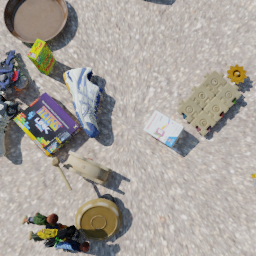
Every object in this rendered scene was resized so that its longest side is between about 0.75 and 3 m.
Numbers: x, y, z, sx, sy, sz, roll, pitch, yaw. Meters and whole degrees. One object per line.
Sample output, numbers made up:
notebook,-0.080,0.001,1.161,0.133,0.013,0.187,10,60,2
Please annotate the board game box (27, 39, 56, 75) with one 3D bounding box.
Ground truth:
board game box,-2.923,-2.389,9.586,0.321,1.349,0.685,24,80,5

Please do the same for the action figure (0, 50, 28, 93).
action figure,-4.497,-1.838,9.876,1.988,1.075,2.055,8,50,-5

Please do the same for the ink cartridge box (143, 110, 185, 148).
ink cartridge box,1.199,0.029,9.400,1.126,0.477,0.814,32,94,16

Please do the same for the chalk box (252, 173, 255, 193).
chalk box,4.820,1.765,9.099,1.204,0.746,0.752,-6,78,-2

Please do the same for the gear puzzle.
gear puzzle,3.016,-1.172,9.760,1.451,0.367,2.801,43,86,3

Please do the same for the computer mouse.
computer mouse,-1.255,3.063,9.084,0.669,0.389,2.284,43,89,20

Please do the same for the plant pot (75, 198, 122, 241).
plant pot,-0.922,2.935,8.813,1.492,0.205,1.492,-1,103,-4

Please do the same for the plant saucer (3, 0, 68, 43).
plant saucer,-3.387,-4.163,10.420,2.366,0.407,2.366,0,79,1

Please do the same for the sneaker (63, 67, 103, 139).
sneaker,-1.317,-0.942,9.518,1.121,0.957,2.543,-19,81,-5

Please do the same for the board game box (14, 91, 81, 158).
board game box,-2.735,-0.119,9.583,1.767,0.501,1.460,44,83,8

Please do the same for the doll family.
doll family,-2.010,3.117,8.170,1.303,2.254,0.885,-12,57,23

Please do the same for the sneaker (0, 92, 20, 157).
sneaker,-4.220,-0.244,9.399,1.437,0.881,2.207,-26,70,4

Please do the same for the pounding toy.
pounding toy,-1.581,1.461,9.048,2.001,1.144,1.148,27,79,-14
